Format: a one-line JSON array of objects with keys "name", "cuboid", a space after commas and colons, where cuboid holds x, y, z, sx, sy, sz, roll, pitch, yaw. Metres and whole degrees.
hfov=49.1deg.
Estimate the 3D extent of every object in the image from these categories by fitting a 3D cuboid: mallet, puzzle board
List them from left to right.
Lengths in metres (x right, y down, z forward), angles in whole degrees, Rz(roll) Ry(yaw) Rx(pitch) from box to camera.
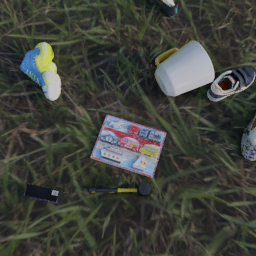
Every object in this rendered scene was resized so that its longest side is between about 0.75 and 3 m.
[{"name": "mallet", "cuboid": [-0.252, 2.016, 9.157, 2.126, 0.700, 0.438, 1, 69, 0]}, {"name": "puzzle board", "cuboid": [0.032, 0.599, 9.960, 2.299, 0.200, 1.732, 17, 70, 7]}]

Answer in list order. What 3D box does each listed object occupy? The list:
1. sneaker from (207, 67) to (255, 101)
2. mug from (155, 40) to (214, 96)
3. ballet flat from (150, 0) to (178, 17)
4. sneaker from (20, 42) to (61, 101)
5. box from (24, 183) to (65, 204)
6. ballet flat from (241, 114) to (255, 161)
[{"name": "sneaker", "cuboid": [4.019, -1.771, 10.519, 2.144, 0.851, 0.841, -32, 71, -13]}, {"name": "mug", "cuboid": [1.918, -2.069, 10.463, 1.728, 2.105, 1.686, -30, 104, -1]}, {"name": "ballet flat", "cuboid": [1.467, -5.570, 12.054, 0.674, 0.674, 1.845, -40, 74, -14]}, {"name": "sneaker", "cuboid": [-3.371, -2.027, 10.706, 1.290, 0.930, 2.456, -17, 68, 12]}, {"name": "box", "cuboid": [-2.678, 2.136, 9.073, 1.076, 0.759, 0.424, 10, 74, 4]}, {"name": "ballet flat", "cuboid": [4.682, -0.035, 9.853, 0.887, 0.887, 2.466, 27, 72, 10]}]
